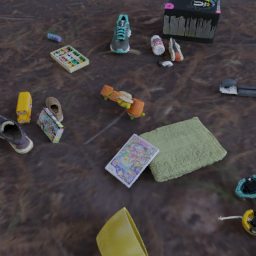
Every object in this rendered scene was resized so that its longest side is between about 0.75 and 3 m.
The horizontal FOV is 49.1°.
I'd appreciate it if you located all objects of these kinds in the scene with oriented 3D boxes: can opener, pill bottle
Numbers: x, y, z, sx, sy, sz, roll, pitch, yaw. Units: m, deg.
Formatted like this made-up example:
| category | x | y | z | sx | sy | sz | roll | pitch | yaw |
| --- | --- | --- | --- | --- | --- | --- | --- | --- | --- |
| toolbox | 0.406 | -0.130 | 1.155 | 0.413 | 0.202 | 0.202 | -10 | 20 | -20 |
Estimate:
| category | x | y | z | sx | sy | sz | roll | pitch | yaw |
| --- | --- | --- | --- | --- | --- | --- | --- | --- | --- |
| can opener | 5.111 | -1.795 | 12.612 | 1.923 | 0.643 | 0.513 | 5 | 49 | 4 |
| pill bottle | 1.562 | -4.442 | 14.972 | 0.607 | 0.607 | 1.107 | -4 | 48 | -4 |

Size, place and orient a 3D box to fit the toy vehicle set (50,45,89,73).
| category | x | y | z | sx | sy | sz | roll | pitch | yaw |
| --- | --- | --- | --- | --- | --- | --- | --- | --- | --- |
| toy vehicle set | -3.013 | -3.598 | 14.470 | 1.150 | 0.245 | 1.851 | -33 | 56 | -26 |

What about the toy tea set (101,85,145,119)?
| category | x | y | z | sx | sy | sz | roll | pitch | yaw |
| --- | --- | --- | --- | --- | --- | --- | --- | --- | --- |
| toy tea set | -0.310 | -1.055 | 11.916 | 1.366 | 0.850 | 2.298 | 9 | 18 | -37 |

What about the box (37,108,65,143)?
| category | x | y | z | sx | sy | sz | roll | pitch | yaw |
| --- | --- | --- | --- | --- | --- | --- | --- | --- | --- |
| box | -3.072 | -0.120 | 11.078 | 0.236 | 0.748 | 1.359 | -1 | 36 | -50 |

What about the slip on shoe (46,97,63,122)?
| category | x | y | z | sx | sy | sz | roll | pitch | yaw |
| --- | --- | --- | --- | --- | --- | --- | --- | --- | --- |
| slip on shoe | -3.158 | -0.891 | 11.939 | 0.572 | 0.456 | 1.504 | -16 | 50 | -13 |

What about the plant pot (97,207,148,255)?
| category | x | y | z | sx | sy | sz | roll | pitch | yaw |
| --- | --- | --- | --- | --- | --- | --- | --- | --- | --- |
| plant pot | -0.243 | 3.156 | 7.838 | 1.067 | 1.503 | 1.503 | -26 | 52 | -3 |

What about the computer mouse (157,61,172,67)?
| category | x | y | z | sx | sy | sz | roll | pitch | yaw |
| --- | --- | --- | --- | --- | --- | --- | --- | --- | --- |
| computer mouse | 1.877 | -3.285 | 14.242 | 0.787 | 0.173 | 0.432 | -6 | 48 | -5 |

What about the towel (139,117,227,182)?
| category | x | y | z | sx | sy | sz | roll | pitch | yaw |
| --- | --- | --- | --- | --- | --- | --- | --- | --- | --- |
| towel | 1.942 | 0.745 | 10.450 | 2.961 | 0.540 | 2.197 | -18 | 52 | -16 |

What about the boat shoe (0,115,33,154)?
| category | x | y | z | sx | sy | sz | roll | pitch | yaw |
| --- | --- | --- | --- | --- | --- | --- | --- | --- | --- |
| boat shoe | -4.637 | 0.050 | 10.881 | 2.452 | 0.795 | 0.882 | 36 | 57 | 27 |

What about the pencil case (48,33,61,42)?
| category | x | y | z | sx | sy | sz | roll | pitch | yaw |
| --- | --- | --- | --- | --- | --- | --- | --- | --- | --- |
| pencil case | -4.142 | -5.065 | 15.712 | 0.765 | 0.325 | 0.353 | 18 | 35 | 16 |

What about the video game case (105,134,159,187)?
| category | x | y | z | sx | sy | sz | roll | pitch | yaw |
| --- | --- | --- | --- | --- | --- | --- | --- | --- | --- |
| video game case | 0.138 | 1.118 | 9.950 | 1.202 | 0.151 | 1.679 | 33 | 75 | 33 |

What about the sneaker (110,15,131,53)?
| category | x | y | z | sx | sy | sz | roll | pitch | yaw |
| --- | --- | --- | --- | --- | --- | --- | --- | --- | --- |
| sneaker | -0.403 | -5.143 | 15.152 | 1.076 | 1.265 | 2.774 | 1 | 49 | 1 |

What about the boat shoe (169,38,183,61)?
| category | x | y | z | sx | sy | sz | roll | pitch | yaw |
| --- | --- | --- | --- | --- | --- | --- | --- | --- | --- |
| boat shoe | 2.491 | -4.117 | 14.701 | 0.527 | 0.600 | 1.685 | -1 | 51 | -3 |

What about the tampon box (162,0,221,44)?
| category | x | y | z | sx | sy | sz | roll | pitch | yaw |
| --- | --- | --- | --- | --- | --- | --- | --- | --- | --- |
| tampon box | 3.533 | -6.226 | 15.726 | 2.908 | 1.836 | 2.179 | 9 | 49 | 8 |

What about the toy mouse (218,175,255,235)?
| category | x | y | z | sx | sy | sz | roll | pitch | yaw |
| --- | --- | --- | --- | --- | --- | --- | --- | --- | --- |
| toy mouse | 4.488 | 2.374 | 8.990 | 2.876 | 0.556 | 2.556 | 16 | 51 | 14 |

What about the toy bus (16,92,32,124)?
| category | x | y | z | sx | sy | sz | roll | pitch | yaw |
| --- | --- | --- | --- | --- | --- | --- | --- | --- | --- |
| toy bus | -4.384 | -0.844 | 11.826 | 0.466 | 0.560 | 1.431 | -6 | 49 | -6 |
